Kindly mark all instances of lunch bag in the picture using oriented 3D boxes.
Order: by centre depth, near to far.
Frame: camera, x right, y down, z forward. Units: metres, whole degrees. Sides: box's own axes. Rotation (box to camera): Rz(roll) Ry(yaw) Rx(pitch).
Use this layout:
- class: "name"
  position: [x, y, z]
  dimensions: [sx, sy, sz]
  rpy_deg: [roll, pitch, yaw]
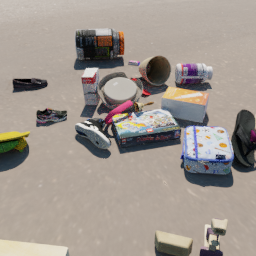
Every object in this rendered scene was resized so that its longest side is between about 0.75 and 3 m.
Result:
- class: "lunch bag"
  position: [2.576, 0.694, 9.340]
  dimensions: [1.623, 0.765, 2.025]
  rpy_deg: [4, 33, 9]

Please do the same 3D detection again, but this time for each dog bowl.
- class: "dog bowl"
  position: [-0.339, -1.597, 12.384]
  dimensions: [1.999, 0.586, 1.999]
  rpy_deg: [0, 52, -1]

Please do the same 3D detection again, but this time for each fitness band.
- class: "fitness band"
  position: [-0.387, -0.620, 11.082]
  dimensions: [1.385, 0.995, 0.259]
  rpy_deg: [-35, 88, -33]

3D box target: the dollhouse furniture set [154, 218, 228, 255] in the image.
- class: "dollhouse furniture set"
  position: [1.487, 2.388, 6.718]
  dimensions: [1.564, 1.239, 1.110]
  rpy_deg: [7, 19, 16]

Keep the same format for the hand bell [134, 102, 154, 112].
- class: "hand bell"
  position: [0.691, -0.924, 11.198]
  dimensions: [0.820, 0.427, 0.427]
  rpy_deg: [-16, 38, -23]

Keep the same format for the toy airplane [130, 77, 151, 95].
- class: "toy airplane"
  position: [-0.221, -2.063, 13.605]
  dimensions: [2.570, 0.473, 2.570]
  rpy_deg: [1, 35, 0]

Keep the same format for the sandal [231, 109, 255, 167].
- class: "sandal"
  position: [3.994, 0.222, 9.474]
  dimensions: [0.863, 0.550, 2.296]
  rpy_deg: [21, 57, -6]

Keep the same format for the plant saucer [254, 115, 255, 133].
- class: "plant saucer"
  position: [5.279, -0.448, 9.471]
  dimensions: [0.656, 2.590, 2.590]
  rpy_deg: [31, 31, -15]

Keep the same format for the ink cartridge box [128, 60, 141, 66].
- class: "ink cartridge box"
  position: [0.423, -3.819, 16.492]
  dimensions: [0.767, 0.142, 0.363]
  rpy_deg: [12, 36, 13]

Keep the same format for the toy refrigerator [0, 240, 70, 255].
- class: "toy refrigerator"
  position: [-2.443, 2.935, 5.915]
  dimensions: [2.346, 0.891, 0.821]
  rpy_deg: [4, 34, 6]

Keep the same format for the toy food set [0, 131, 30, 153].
- class: "toy food set"
  position: [-4.462, 0.636, 9.571]
  dimensions: [2.240, 0.732, 1.318]
  rpy_deg: [-10, 11, -17]

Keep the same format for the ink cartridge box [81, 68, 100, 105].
- class: "ink cartridge box"
  position: [-1.615, -1.845, 12.496]
  dimensions: [0.578, 1.380, 0.996]
  rpy_deg: [1, 34, 8]

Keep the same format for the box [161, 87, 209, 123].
- class: "box"
  position: [2.371, -0.990, 11.683]
  dimensions: [1.765, 0.860, 1.098]
  rpy_deg: [13, 36, 18]

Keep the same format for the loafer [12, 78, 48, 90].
- class: "loafer"
  position: [-4.833, -2.248, 13.824]
  dimensions: [1.677, 0.528, 0.603]
  rpy_deg: [-9, 35, -13]

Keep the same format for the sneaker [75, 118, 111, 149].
- class: "sneaker"
  position: [-1.039, 0.069, 10.312]
  dimensions: [1.801, 0.658, 1.007]
  rpy_deg: [27, 43, 35]

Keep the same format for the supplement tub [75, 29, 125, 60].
- class: "supplement tub"
  position: [-1.685, -5.046, 16.841]
  dimensions: [2.865, 1.756, 1.756]
  rpy_deg: [-3, 34, -6]

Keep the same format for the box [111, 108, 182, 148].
- class: "box"
  position: [0.643, -0.054, 10.683]
  dimensions: [2.325, 0.438, 1.588]
  rpy_deg: [-8, 35, -12]

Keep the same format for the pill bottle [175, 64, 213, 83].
- class: "pill bottle"
  position: [3.311, -2.757, 14.168]
  dimensions: [1.759, 0.989, 0.989]
  rpy_deg: [0, 34, -1]

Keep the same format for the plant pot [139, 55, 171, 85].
- class: "plant pot"
  position: [1.197, -3.008, 14.361]
  dimensions: [1.446, 1.446, 1.544]
  rpy_deg: [-14, 21, -20]

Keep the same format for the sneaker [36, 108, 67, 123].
- class: "sneaker"
  position: [-3.087, -0.568, 11.345]
  dimensions: [1.284, 0.554, 0.516]
  rpy_deg: [-13, 38, -19]
